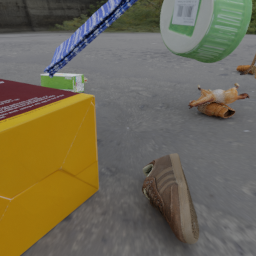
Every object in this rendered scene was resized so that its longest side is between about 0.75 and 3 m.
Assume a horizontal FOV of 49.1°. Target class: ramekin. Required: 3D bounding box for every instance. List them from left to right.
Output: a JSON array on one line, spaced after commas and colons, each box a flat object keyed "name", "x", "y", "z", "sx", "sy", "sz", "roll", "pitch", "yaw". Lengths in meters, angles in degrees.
[{"name": "ramekin", "x": 2.250, "y": -3.507, "z": 8.822, "sx": 1.367, "sy": 2.799, "sz": 2.799, "roll": -4, "pitch": 21, "yaw": -31}]

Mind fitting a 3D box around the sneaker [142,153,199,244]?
[{"name": "sneaker", "x": 0.624, "y": 1.122, "z": 4.523, "sx": 0.761, "sy": 0.710, "sz": 2.015, "roll": -18, "pitch": 18, "yaw": 10}]

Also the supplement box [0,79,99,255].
[{"name": "supplement box", "x": -2.342, "y": 0.455, "z": 4.375, "sx": 2.720, "sy": 1.806, "sz": 2.683, "roll": 13, "pitch": 26, "yaw": 29}]

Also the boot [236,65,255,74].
[{"name": "boot", "x": 6.247, "y": -3.150, "z": 14.836, "sx": 0.950, "sy": 0.469, "sz": 1.223, "roll": 12, "pitch": 25, "yaw": 26}]

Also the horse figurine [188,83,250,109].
[{"name": "horse figurine", "x": 2.867, "y": -1.032, "z": 8.787, "sx": 1.854, "sy": 0.463, "sz": 1.228, "roll": 2, "pitch": 29, "yaw": 16}]

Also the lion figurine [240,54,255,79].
[{"name": "lion figurine", "x": 3.531, "y": -1.736, "z": 6.342, "sx": 0.787, "sy": 1.330, "sz": 2.172, "roll": -4, "pitch": 14, "yaw": -32}]

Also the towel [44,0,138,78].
[{"name": "towel", "x": -0.837, "y": -2.346, "z": 6.314, "sx": 2.618, "sy": 0.312, "sz": 1.896, "roll": -37, "pitch": 28, "yaw": 16}]

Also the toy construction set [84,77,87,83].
[{"name": "toy construction set", "x": -2.151, "y": -2.011, "z": 12.284, "sx": 0.808, "sy": 0.372, "sz": 0.530, "roll": 5, "pitch": 20, "yaw": 41}]

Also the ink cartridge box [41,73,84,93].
[{"name": "ink cartridge box", "x": -2.681, "y": -1.647, "z": 10.569, "sx": 1.414, "sy": 0.725, "sz": 1.913, "roll": 6, "pitch": 15, "yaw": 15}]

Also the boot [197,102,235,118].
[{"name": "boot", "x": 2.980, "y": -0.668, "z": 8.888, "sx": 1.287, "sy": 0.474, "sz": 0.996, "roll": -28, "pitch": 33, "yaw": -28}]
